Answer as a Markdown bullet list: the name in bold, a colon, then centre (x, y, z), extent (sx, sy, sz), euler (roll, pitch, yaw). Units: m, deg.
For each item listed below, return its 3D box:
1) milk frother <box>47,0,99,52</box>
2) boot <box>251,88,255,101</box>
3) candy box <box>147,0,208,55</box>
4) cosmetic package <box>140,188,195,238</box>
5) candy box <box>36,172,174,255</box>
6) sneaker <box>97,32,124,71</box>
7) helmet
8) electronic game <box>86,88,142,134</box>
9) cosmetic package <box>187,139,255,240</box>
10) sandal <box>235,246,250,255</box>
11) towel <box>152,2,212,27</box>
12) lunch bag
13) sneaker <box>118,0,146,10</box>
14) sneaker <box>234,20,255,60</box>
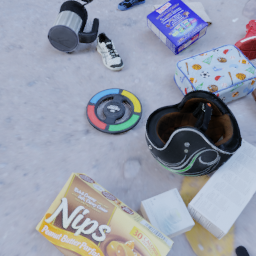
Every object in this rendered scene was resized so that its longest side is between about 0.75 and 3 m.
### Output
- **milk frother**: centre (-1.933, -3.960, 9.783), extent (1.672, 1.852, 1.742), euler (-4, 50, 12)
- **boot**: centre (5.105, -0.318, 8.104), extent (2.289, 0.789, 2.456), euler (-14, 55, 1)
- **candy box**: centre (1.755, -3.747, 10.203), extent (1.453, 0.662, 1.719), euler (-36, 73, -8)
- **cosmetic package**: centre (0.900, 2.065, 6.589), extent (0.935, 0.575, 0.932), euler (-18, 59, -13)
- **candy box**: centre (-0.521, 2.275, 5.950), extent (2.574, 0.712, 1.486), euler (33, 89, 19)
- **sneaker**: centre (-0.679, -2.679, 9.760), extent (0.610, 0.707, 1.613), euler (-26, 61, -19)
- **helmet**: centre (1.504, 0.229, 7.004), extent (2.071, 1.974, 2.071), euler (17, 58, -29)
- **electronic game**: centre (-0.418, -0.549, 8.507), extent (1.717, 0.357, 1.717), euler (0, 56, 0)
- **cosmetic package**: centre (2.583, 1.447, 6.977), extent (1.012, 0.621, 2.452), euler (38, 64, 23)
- **sandal**: centre (2.695, 3.037, 6.157), extent (0.338, 0.190, 0.889), euler (-25, 59, -16)
- **towel**: centre (2.113, -4.497, 11.195), extent (2.184, 0.376, 1.447), euler (-8, 57, -6)
- **lunch bag**: centre (2.797, -1.707, 8.988), extent (2.418, 0.914, 1.938), euler (-19, 56, -12)
- **sneaker**: centre (0.161, -5.389, 11.711), extent (1.359, 0.529, 0.476), euler (-29, 61, -19)
- **sneaker**: centre (4.445, -3.239, 10.183), extent (2.286, 0.896, 1.320), euler (-14, 47, -24)
